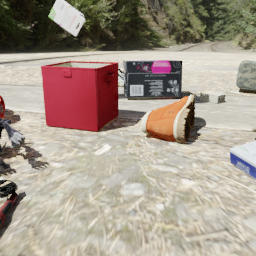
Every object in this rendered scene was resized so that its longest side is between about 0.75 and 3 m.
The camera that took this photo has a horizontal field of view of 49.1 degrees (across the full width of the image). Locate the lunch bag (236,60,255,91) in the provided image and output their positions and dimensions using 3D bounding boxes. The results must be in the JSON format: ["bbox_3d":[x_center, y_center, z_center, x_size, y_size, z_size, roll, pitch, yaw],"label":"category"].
[{"bbox_3d":[6.478,-2.543,13.826,2.105,1.467,1.766,10,16,20],"label":"lunch bag"}]

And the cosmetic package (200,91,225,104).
[{"bbox_3d":[3.603,-1.318,11.962,0.501,0.354,0.968,-13,21,-33],"label":"cosmetic package"}]

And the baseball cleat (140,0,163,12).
[{"bbox_3d":[0.971,-4.511,9.598,0.906,0.594,1.703,-30,-3,33],"label":"baseball cleat"}]

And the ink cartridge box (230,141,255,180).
[{"bbox_3d":[3.502,0.654,5.449,2.112,0.429,2.108,-16,21,-11],"label":"ink cartridge box"}]

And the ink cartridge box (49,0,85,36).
[{"bbox_3d":[-2.240,-4.199,10.730,1.385,0.811,0.466,38,21,6],"label":"ink cartridge box"}]

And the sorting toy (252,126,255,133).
[{"bbox_3d":[4.945,0.095,7.719,2.421,0.477,2.616,13,18,34],"label":"sorting toy"}]

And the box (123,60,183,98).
[{"bbox_3d":[1.056,-2.221,12.611,2.480,1.639,1.423,-2,15,-4],"label":"box"}]

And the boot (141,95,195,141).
[{"bbox_3d":[1.290,-0.400,8.408,1.386,0.970,2.585,2,19,23],"label":"boot"}]

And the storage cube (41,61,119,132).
[{"bbox_3d":[-1.415,-1.093,8.896,2.095,1.883,1.791,7,20,17],"label":"storage cube"}]

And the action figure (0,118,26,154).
[{"bbox_3d":[-3.115,0.230,6.135,1.353,1.161,2.276,-37,-10,-17],"label":"action figure"}]

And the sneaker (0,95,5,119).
[{"bbox_3d":[-4.706,-0.460,8.343,1.571,0.979,2.931,-6,16,-4],"label":"sneaker"}]

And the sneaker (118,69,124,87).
[{"bbox_3d":[0.396,-2.773,15.239,2.356,1.033,0.891,3,17,5],"label":"sneaker"}]

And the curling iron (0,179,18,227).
[{"bbox_3d":[-2.042,1.340,4.128,0.460,0.237,1.856,38,15,-17],"label":"curling iron"}]
